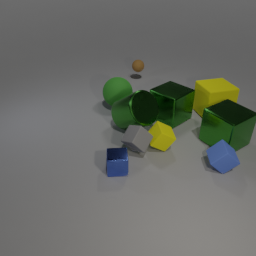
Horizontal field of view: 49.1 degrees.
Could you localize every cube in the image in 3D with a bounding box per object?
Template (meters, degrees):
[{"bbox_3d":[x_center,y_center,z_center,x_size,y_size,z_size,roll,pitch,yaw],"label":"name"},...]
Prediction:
[{"bbox_3d":[1.879,-1.045,12.198,1.400,1.400,1.400,-27,41,-36],"label":"cube"},{"bbox_3d":[1.217,0.304,10.300,0.700,0.700,0.700,23,32,-28],"label":"cube"},{"bbox_3d":[3.162,0.965,9.354,0.700,0.700,0.700,36,30,-25],"label":"cube"},{"bbox_3d":[-0.356,1.142,9.391,0.700,0.700,0.700,-2,32,-3],"label":"cube"},{"bbox_3d":[0.318,0.379,9.941,0.700,0.700,0.700,5,61,53],"label":"cube"},{"bbox_3d":[3.736,-0.051,10.562,1.400,1.400,1.400,-21,40,-28],"label":"cube"},{"bbox_3d":[3.891,-1.306,12.586,1.400,1.400,1.400,-8,32,-13],"label":"cube"}]

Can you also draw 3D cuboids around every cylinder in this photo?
[{"bbox_3d":[0.269,-0.682,11.163,1.400,1.400,1.400,-25,7,-34],"label":"cylinder"}]

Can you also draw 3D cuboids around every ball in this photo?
[{"bbox_3d":[0.579,-3.544,15.986,0.700,0.700,0.700,0,32,0],"label":"ball"},{"bbox_3d":[-0.481,-1.669,13.067,1.400,1.400,1.400,0,32,0],"label":"ball"}]
